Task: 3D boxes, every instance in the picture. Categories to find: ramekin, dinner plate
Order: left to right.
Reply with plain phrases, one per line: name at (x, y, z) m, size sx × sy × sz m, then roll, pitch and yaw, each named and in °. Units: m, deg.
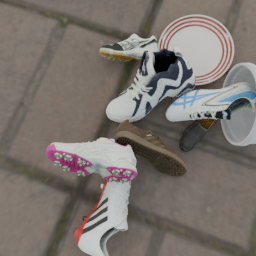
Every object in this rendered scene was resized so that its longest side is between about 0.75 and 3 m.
dinner plate at (2.154, -2.493, 9.013) m, size 2.394 × 0.290 × 2.394 m, roll -1°, pitch 80°, yaw 4°
ramekin at (3.518, -0.619, 7.673) m, size 1.182 × 2.251 × 2.251 m, roll 2°, pitch 77°, yaw -5°

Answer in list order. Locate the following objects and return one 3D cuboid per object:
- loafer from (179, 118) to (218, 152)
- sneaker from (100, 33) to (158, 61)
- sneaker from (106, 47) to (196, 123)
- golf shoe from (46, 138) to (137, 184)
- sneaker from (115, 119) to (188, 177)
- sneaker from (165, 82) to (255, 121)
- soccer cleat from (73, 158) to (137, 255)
loafer at (2.118, 0.014, 8.338) m, size 0.588 × 0.584 × 1.615 m, roll 37°, pitch 82°, yaw 8°
sneaker at (0.030, -2.566, 8.838) m, size 1.835 × 0.694 × 0.804 m, roll 1°, pitch 88°, yaw -1°
sneaker at (0.410, -1.279, 7.734) m, size 2.821 × 1.836 × 1.126 m, roll -20°, pitch 57°, yaw 13°
golf shoe at (-0.861, 0.674, 7.046) m, size 2.279 × 0.858 × 1.043 m, roll 17°, pitch 50°, yaw -16°
sneaker at (0.764, 0.514, 7.984) m, size 2.364 × 0.833 × 0.893 m, roll 31°, pitch 44°, yaw -17°
sneaker at (2.286, -0.581, 7.770) m, size 2.535 × 0.911 × 0.919 m, roll -13°, pitch 53°, yaw 14°
soccer cleat at (-0.342, 2.106, 7.554) m, size 1.200 × 0.967 × 2.818 m, roll 26°, pitch 78°, yaw 26°
